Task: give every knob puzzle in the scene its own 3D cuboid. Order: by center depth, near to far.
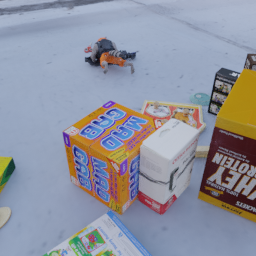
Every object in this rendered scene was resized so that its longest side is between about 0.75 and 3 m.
[{"bbox_3d":[1.640,-0.326,10.823,3.029,0.420,3.029,0,38,0],"label":"knob puzzle"}]

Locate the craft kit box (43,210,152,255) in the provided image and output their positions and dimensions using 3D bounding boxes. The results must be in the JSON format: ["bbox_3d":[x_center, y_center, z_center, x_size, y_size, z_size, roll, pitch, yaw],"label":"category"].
[{"bbox_3d":[-0.603,3.293,6.084,2.340,0.575,2.369,-24,43,-31],"label":"craft kit box"}]

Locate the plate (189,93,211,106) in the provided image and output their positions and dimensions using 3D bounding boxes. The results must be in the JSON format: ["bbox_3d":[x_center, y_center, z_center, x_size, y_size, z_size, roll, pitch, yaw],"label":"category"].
[{"bbox_3d":[3.250,-1.315,12.331,1.071,0.137,1.071,0,39,0],"label":"plate"}]

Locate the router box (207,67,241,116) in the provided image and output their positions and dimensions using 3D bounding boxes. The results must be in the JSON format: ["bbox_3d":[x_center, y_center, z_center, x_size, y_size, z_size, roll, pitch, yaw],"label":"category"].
[{"bbox_3d":[4.379,-1.011,10.538,2.481,1.850,0.633,27,46,30],"label":"router box"}]

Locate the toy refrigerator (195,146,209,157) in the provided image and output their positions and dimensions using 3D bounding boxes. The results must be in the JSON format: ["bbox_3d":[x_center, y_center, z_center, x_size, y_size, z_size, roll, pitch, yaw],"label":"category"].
[{"bbox_3d":[2.409,0.806,9.480,0.829,0.290,0.315,0,31,-1],"label":"toy refrigerator"}]

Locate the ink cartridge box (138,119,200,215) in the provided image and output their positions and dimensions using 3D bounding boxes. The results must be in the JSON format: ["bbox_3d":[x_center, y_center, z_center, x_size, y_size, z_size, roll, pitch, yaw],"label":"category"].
[{"bbox_3d":[1.089,1.054,7.638,0.880,2.124,1.559,27,45,30],"label":"ink cartridge box"}]

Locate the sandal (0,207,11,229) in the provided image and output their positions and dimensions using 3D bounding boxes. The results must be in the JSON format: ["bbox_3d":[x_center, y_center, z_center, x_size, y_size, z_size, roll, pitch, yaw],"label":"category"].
[{"bbox_3d":[-3.892,2.452,7.080,1.840,0.605,0.675,-29,46,-32],"label":"sandal"}]

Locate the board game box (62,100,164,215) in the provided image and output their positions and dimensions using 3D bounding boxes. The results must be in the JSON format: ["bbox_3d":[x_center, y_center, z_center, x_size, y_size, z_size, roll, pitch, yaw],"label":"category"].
[{"bbox_3d":[-0.373,0.760,8.113,1.998,1.998,2.000,25,44,29],"label":"board game box"}]

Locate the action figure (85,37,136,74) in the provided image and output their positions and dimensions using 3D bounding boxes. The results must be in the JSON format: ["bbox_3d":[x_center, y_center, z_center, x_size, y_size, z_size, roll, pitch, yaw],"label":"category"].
[{"bbox_3d":[-0.655,-3.917,14.634,2.965,1.551,2.868,-17,50,-22],"label":"action figure"}]

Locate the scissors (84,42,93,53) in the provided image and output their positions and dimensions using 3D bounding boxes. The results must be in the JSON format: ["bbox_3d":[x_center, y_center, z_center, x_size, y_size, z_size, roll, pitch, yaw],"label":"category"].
[{"bbox_3d":[-2.399,-4.950,17.036,0.585,0.111,1.600,-8,40,-7],"label":"scissors"}]

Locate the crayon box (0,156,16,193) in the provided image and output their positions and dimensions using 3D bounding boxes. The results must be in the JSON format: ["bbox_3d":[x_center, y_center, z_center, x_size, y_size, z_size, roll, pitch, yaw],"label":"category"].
[{"bbox_3d":[-4.318,1.621,8.249,1.211,0.484,1.907,4,37,6],"label":"crayon box"}]

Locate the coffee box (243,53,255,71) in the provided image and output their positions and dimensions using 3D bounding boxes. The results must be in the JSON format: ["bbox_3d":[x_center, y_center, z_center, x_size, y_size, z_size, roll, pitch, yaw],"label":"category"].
[{"bbox_3d":[5.317,-2.109,11.960,0.732,1.833,1.036,5,38,7],"label":"coffee box"}]

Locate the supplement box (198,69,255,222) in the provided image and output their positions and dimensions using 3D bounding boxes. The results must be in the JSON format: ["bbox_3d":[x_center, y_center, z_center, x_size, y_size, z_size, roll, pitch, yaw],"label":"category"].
[{"bbox_3d":[3.518,0.429,7.779,1.943,2.927,2.887,19,42,23],"label":"supplement box"}]
